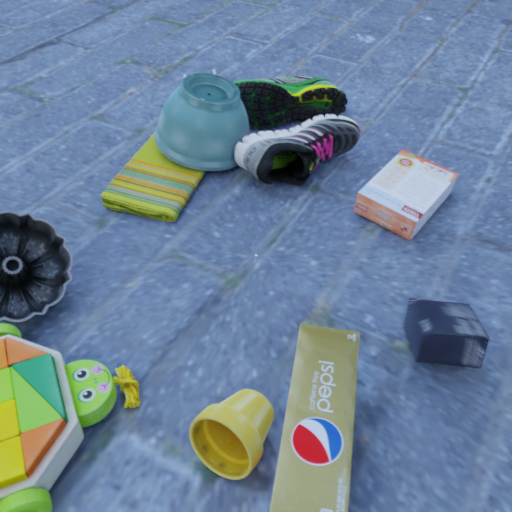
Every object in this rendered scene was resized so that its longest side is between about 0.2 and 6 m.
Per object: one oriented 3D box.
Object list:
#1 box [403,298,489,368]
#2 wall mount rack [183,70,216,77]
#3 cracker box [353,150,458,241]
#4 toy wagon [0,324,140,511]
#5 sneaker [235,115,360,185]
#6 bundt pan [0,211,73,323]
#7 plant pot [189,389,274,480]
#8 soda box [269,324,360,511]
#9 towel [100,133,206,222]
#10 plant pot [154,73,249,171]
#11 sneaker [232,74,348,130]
[{"bbox_3d":[2.567,1.040,7.680,0.866,0.495,0.951,6,24,1],"label":"box"},{"bbox_3d":[-1.159,-3.858,13.087,1.269,0.473,1.103,-14,45,-16],"label":"wall mount rack"},{"bbox_3d":[2.729,-1.148,10.189,1.167,0.503,1.742,32,51,23],"label":"cracker box"},{"bbox_3d":[-3.214,1.984,6.811,3.539,0.700,2.746,-17,47,-17],"label":"toy wagon"},{"bbox_3d":[0.950,-1.936,10.715,2.577,0.950,1.127,-15,47,-17],"label":"sneaker"},{"bbox_3d":[-3.598,0.209,8.303,1.676,0.629,1.676,6,73,-20],"label":"bundt pan"},{"bbox_3d":[-0.217,2.051,6.701,0.873,0.873,0.821,24,34,23],"label":"plant pot"},{"bbox_3d":[0.731,2.041,6.641,0.804,0.850,2.510,7,44,7],"label":"soda box"},{"bbox_3d":[-1.629,-1.892,11.210,1.477,0.310,3.432,16,45,9],"label":"towel"},{"bbox_3d":[-0.979,-2.737,10.939,1.900,1.273,1.900,8,45,-8],"label":"plant pot"},{"bbox_3d":[0.551,-3.470,12.433,2.742,1.070,1.168,-1,36,-14],"label":"sneaker"}]
